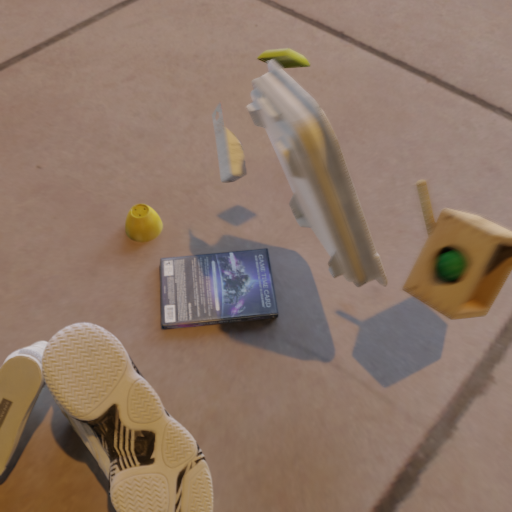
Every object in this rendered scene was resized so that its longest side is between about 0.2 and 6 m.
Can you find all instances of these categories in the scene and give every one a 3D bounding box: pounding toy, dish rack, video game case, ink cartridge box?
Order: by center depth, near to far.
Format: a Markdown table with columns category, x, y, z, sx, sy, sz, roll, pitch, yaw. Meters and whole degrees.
| category | x | y | z | sx | sy | sz | roll | pitch | yaw |
| --- | --- | --- | --- | --- | --- | --- | --- | --- | --- |
| dish rack | 0.771 | -1.063 | 8.061 | 0.668 | 3.068 | 2.633 | -26 | 37 | 1 |
| pounding toy | 2.863 | -0.065 | 8.101 | 1.697 | 1.562 | 1.206 | 4 | 25 | -48 |
| ink cartridge box | -0.435 | -1.770 | 8.845 | 0.323 | 0.921 | 1.133 | -4 | 92 | -13 |
| video game case | -0.721 | 0.582 | 10.437 | 2.091 | 0.198 | 1.494 | -5 | 54 | -5 |

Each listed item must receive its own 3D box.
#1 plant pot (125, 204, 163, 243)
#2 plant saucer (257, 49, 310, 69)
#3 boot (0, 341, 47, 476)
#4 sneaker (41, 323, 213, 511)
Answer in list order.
| category | x | y | z | sx | sy | sz | roll | pitch | yaw |
| --- | --- | --- | --- | --- | --- | --- | --- | --- | --- |
| plant pot | -2.277 | -0.722 | 11.170 | 0.753 | 0.535 | 0.753 | 0 | 55 | 0 |
| plant saucer | 0.438 | -3.094 | 8.755 | 0.624 | 0.150 | 0.625 | 10 | 7 | 36 |
| boot | -3.837 | 2.467 | 8.668 | 0.891 | 1.158 | 2.423 | 32 | 90 | -4 |
| sneaker | -1.928 | 2.581 | 8.342 | 1.332 | 2.037 | 3.545 | -32 | 95 | -21 |
